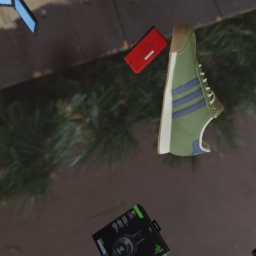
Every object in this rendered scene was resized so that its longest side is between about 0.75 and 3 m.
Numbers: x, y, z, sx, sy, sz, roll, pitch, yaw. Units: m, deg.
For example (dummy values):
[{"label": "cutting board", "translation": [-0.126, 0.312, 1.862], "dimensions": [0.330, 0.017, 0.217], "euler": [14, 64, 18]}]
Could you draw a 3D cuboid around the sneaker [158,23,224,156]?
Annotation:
[{"label": "sneaker", "translation": [1.474, -0.710, 6.251], "dimensions": [1.337, 0.999, 2.979], "euler": [8, 112, 8]}]

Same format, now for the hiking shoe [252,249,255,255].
[{"label": "hiking shoe", "translation": [2.319, 1.887, 4.408], "dimensions": [0.657, 0.495, 1.306], "euler": [8, 62, 1]}]

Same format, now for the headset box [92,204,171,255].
[{"label": "headset box", "translation": [0.118, 2.512, 6.132], "dimensions": [1.358, 0.630, 1.183], "euler": [-33, 63, -2]}]

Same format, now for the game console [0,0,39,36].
[{"label": "game console", "translation": [-2.454, -2.371, 5.697], "dimensions": [1.144, 1.300, 0.757], "euler": [-5, 98, -20]}]

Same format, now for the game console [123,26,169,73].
[{"label": "game console", "translation": [0.420, -1.810, 6.487], "dimensions": [0.981, 0.582, 0.846], "euler": [-42, 70, 17]}]
